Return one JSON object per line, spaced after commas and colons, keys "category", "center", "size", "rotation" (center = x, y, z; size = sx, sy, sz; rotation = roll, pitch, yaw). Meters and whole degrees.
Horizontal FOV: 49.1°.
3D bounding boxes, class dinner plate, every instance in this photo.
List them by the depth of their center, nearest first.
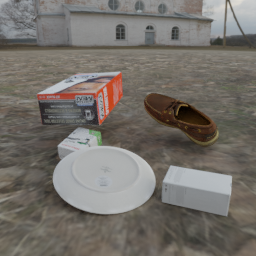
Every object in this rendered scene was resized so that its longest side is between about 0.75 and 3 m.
{"category": "dinner plate", "center": [-0.435, 0.851, 5.433], "size": [1.982, 0.240, 1.982], "rotation": [5, 31, -3]}

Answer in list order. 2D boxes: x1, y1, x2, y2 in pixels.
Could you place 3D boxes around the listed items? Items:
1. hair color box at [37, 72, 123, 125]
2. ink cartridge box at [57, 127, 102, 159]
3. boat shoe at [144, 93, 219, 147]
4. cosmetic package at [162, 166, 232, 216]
{"category": "hair color box", "center": [-1.192, -0.943, 8.040], "size": [1.563, 0.901, 2.819], "rotation": [0, 22, 11]}
{"category": "ink cartridge box", "center": [-1.142, 0.412, 6.705], "size": [0.666, 0.385, 0.912], "rotation": [12, 34, 21]}
{"category": "boat shoe", "center": [1.389, -0.424, 7.622], "size": [2.396, 0.809, 0.862], "rotation": [34, 72, 33]}
{"category": "cosmetic package", "center": [1.215, 1.078, 4.939], "size": [1.121, 0.476, 0.603], "rotation": [9, 25, 21]}
